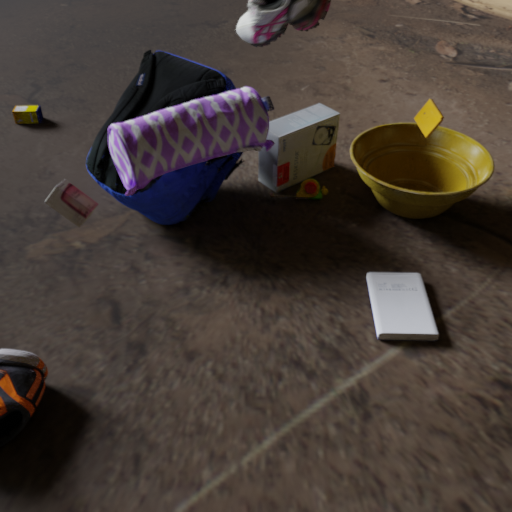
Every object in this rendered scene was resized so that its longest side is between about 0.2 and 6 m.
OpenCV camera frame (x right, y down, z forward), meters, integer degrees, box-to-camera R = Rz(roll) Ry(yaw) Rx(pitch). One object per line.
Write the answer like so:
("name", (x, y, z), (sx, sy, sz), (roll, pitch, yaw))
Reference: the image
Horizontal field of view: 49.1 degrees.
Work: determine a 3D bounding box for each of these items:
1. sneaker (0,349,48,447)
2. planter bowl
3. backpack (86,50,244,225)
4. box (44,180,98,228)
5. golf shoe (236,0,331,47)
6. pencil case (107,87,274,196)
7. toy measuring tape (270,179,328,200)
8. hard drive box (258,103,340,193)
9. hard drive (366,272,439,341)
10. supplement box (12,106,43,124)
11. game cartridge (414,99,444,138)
("sneaker", (-4.299, 1.982, 7.687), (2.533, 0.983, 1.419), (-1, 39, -1))
("planter bowl", (3.362, -1.615, 11.784), (2.876, 1.198, 2.876), (0, 40, 0))
("backpack", (-1.664, -2.132, 11.455), (2.449, 2.529, 3.013), (28, 80, 36))
("box", (-2.861, -0.820, 8.712), (0.653, 0.356, 0.417), (38, 18, -14))
("golf shoe", (0.269, -4.913, 11.035), (1.184, 0.934, 2.571), (21, -8, -33))
("pencil case", (-0.899, -1.638, 7.853), (2.305, 0.986, 0.967), (-21, 2, -19))
("toy measuring tape", (0.933, -1.465, 12.180), (1.255, 0.462, 0.462), (2, 40, 3))
("hard drive box", (0.946, -2.436, 12.592), (1.816, 1.416, 0.698), (-27, 48, -28))
("hard drive", (2.480, 0.847, 9.640), (0.975, 0.188, 1.478), (1, 40, 1))
("supplement box", (-6.112, -3.779, 14.997), (0.669, 0.366, 0.364), (-2, 39, -3))
("game cartridge", (2.984, -2.369, 9.663), (0.084, 0.456, 0.517), (4, 51, -30))
